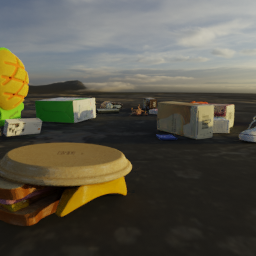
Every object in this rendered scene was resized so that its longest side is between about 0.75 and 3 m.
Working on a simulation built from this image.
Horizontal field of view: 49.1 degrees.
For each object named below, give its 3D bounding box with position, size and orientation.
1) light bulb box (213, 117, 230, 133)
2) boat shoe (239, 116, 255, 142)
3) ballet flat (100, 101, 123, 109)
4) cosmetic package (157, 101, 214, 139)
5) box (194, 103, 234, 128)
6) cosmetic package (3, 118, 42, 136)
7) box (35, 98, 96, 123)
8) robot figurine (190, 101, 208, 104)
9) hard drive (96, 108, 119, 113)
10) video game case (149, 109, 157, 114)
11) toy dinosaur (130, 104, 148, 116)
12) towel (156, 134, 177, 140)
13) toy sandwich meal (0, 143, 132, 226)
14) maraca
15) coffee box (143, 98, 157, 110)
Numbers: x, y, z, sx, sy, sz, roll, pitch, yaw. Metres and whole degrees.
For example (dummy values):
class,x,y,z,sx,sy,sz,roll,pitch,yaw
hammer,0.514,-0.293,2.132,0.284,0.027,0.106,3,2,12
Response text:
class,x,y,z,sx,sy,sz,roll,pitch,yaw
light bulb box,3.121,-0.105,10.029,0.772,0.482,0.766,0,9,-1
boat shoe,4.249,-0.062,8.545,2.045,0.872,0.756,-4,10,-22
ballet flat,-1.012,-1.432,18.082,1.630,0.555,0.548,-8,21,-35
cosmetic package,1.886,-0.321,9.568,0.735,1.088,2.068,-5,9,-30
box,3.269,-0.511,11.204,1.640,0.893,1.048,7,11,35
cosmetic package,-3.279,-0.036,8.774,0.282,0.460,1.114,34,26,35
box,-2.854,-0.848,13.026,2.098,1.014,1.851,3,12,24
robot figurine,3.158,-0.741,12.648,1.544,0.901,1.111,-6,9,-33
hard drive,-1.190,-0.995,16.333,1.234,0.203,0.861,-2,10,-12
video game case,2.858,-0.997,16.190,2.091,0.255,2.925,7,11,36
toy dinosaur,0.572,-0.822,14.802,1.026,0.440,0.696,-26,58,-34
towel,1.213,0.277,8.884,0.551,0.091,0.761,0,8,-5
toy sandwich meal,-0.996,0.754,4.261,2.215,0.758,2.215,3,7,0
maraca,-3.723,-1.188,8.571,1.327,2.481,1.701,6,30,11
coffee box,1.433,-1.586,18.374,0.503,0.721,1.261,-1,10,-15
